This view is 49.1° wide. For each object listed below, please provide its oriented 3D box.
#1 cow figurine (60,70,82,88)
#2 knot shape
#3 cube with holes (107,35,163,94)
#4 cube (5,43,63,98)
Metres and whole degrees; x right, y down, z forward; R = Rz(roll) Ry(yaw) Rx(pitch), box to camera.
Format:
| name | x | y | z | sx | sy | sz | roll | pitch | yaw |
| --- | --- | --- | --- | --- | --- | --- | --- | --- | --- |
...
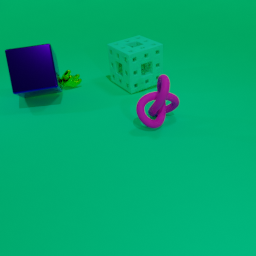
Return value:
| name | x | y | z | sx | sy | sz | roll | pitch | yaw |
| --- | --- | --- | --- | --- | --- | --- | --- | --- | --- |
| cow figurine | -2.146 | -1.550 | 9.515 | 0.918 | 0.903 | 0.504 | 15 | 43 | -53 |
| knot shape | 0.862 | -0.637 | 7.441 | 0.643 | 1.392 | 1.302 | 28 | 2 | 30 |
| cube with holes | 0.255 | -2.203 | 9.555 | 1.338 | 1.338 | 1.338 | -23 | 39 | -24 |
| cube | -2.771 | -1.672 | 8.432 | 1.266 | 1.266 | 1.266 | -10 | 2 | -7 |
